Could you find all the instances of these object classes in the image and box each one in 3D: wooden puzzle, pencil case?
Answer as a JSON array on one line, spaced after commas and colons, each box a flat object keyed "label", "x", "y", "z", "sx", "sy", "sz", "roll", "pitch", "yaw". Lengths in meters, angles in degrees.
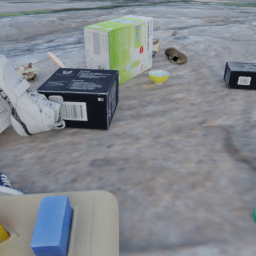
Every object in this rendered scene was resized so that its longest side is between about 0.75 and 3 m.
[{"label": "wooden puzzle", "x": -1.602, "y": 1.935, "z": 3.724, "sx": 2.968, "sy": 0.687, "sz": 2.749, "roll": 0, "pitch": 41, "yaw": -2}, {"label": "pencil case", "x": -4.400, "y": -2.053, "z": 10.839, "sx": 1.801, "sy": 0.701, "sz": 0.806, "roll": -21, "pitch": 15, "yaw": -32}]

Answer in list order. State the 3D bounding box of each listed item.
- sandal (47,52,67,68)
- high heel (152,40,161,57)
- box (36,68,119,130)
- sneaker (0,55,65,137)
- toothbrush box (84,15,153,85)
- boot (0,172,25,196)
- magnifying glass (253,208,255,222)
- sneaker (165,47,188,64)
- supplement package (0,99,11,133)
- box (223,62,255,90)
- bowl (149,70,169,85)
[{"label": "sandal", "x": -2.190, "y": -1.772, "z": 9.961, "sx": 2.130, "sy": 0.610, "sz": 0.816, "roll": 43, "pitch": -1, "yaw": 1}, {"label": "high heel", "x": 0.985, "y": -4.296, "z": 14.671, "sx": 1.284, "sy": 0.643, "sz": 1.801, "roll": 16, "pitch": 43, "yaw": 13}, {"label": "box", "x": -1.392, "y": -0.954, "z": 8.519, "sx": 2.001, "sy": 1.195, "sz": 2.035, "roll": 4, "pitch": 31, "yaw": 6}, {"label": "sneaker", "x": -2.440, "y": -0.804, "z": 7.053, "sx": 1.330, "sy": 2.313, "sz": 0.869, "roll": -4, "pitch": 37, "yaw": 9}, {"label": "toothbrush box", "x": -0.269, "y": -3.181, "z": 11.341, "sx": 1.282, "sy": 2.168, "sz": 2.978, "roll": 19, "pitch": 35, "yaw": 29}, {"label": "boot", "x": -2.539, "y": 1.168, "z": 5.639, "sx": 1.318, "sy": 0.479, "sz": 0.595, "roll": 7, "pitch": 37, "yaw": 13}, {"label": "magnifying glass", "x": 3.005, "y": 1.485, "z": 5.454, "sx": 0.650, "sy": 0.183, "sz": 1.633, "roll": 27, "pitch": 42, "yaw": 38}, {"label": "sneaker", "x": 2.159, "y": -3.475, "z": 13.430, "sx": 0.597, "sy": 0.556, "sz": 1.579, "roll": -20, "pitch": 35, "yaw": -25}, {"label": "supplement package", "x": -3.829, "y": -0.329, "z": 7.372, "sx": 1.263, "sy": 0.900, "sz": 1.622, "roll": -8, "pitch": 27, "yaw": 18}, {"label": "box", "x": 4.395, "y": -2.009, "z": 10.751, "sx": 1.205, "sy": 0.743, "sz": 1.195, "roll": 5, "pitch": 31, "yaw": 9}, {"label": "bowl", "x": 1.205, "y": -1.949, "z": 10.970, "sx": 0.788, "sy": 0.424, "sz": 0.788, "roll": 0, "pitch": 29, "yaw": 0}]
